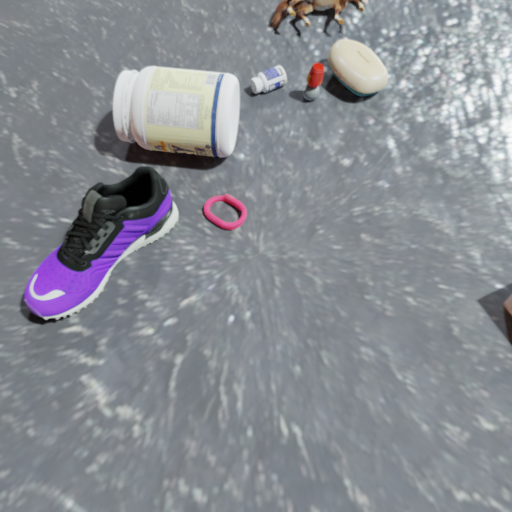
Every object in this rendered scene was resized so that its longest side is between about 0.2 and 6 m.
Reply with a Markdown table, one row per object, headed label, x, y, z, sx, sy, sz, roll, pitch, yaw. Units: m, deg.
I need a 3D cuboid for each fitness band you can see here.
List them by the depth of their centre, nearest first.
| label | x | y | z | sx | sy | sz | roll | pitch | yaw |
| --- | --- | --- | --- | --- | --- | --- | --- | --- | --- |
| fitness band | -0.501 | -0.718 | 9.109 | 0.737 | 0.138 | 0.529 | 33 | 68 | 23 |

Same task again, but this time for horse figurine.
| label | x | y | z | sx | sy | sz | roll | pitch | yaw |
| --- | --- | --- | --- | --- | --- | --- | --- | --- | --- |
| horse figurine | 1.324 | -5.197 | 11.560 | 2.135 | 0.533 | 1.415 | -4 | 47 | 4 |

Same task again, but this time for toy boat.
| label | x | y | z | sx | sy | sz | roll | pitch | yaw |
| --- | --- | --- | --- | --- | --- | --- | --- | --- | --- |
| toy boat | 1.583 | -3.392 | 10.481 | 1.579 | 0.734 | 1.328 | -21 | 65 | -21 |

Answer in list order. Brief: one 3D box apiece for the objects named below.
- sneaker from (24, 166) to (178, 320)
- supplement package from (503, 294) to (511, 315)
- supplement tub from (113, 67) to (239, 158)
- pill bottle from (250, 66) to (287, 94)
| label | x | y | z | sx | sy | sz | roll | pitch | yaw |
| --- | --- | --- | --- | --- | --- | --- | --- | --- | --- |
| sneaker | -2.354 | -0.357 | 8.168 | 0.964 | 1.379 | 2.772 | 35 | 64 | 19 |
| supplement package | 4.209 | 0.868 | 7.822 | 0.714 | 0.705 | 1.178 | -22 | 61 | -13 |
| supplement tub | -1.295 | -2.424 | 9.419 | 1.898 | 1.376 | 1.376 | 6 | 59 | 4 |
| pill bottle | 0.223 | -3.295 | 10.541 | 0.624 | 0.374 | 0.374 | -25 | 62 | -14 |
